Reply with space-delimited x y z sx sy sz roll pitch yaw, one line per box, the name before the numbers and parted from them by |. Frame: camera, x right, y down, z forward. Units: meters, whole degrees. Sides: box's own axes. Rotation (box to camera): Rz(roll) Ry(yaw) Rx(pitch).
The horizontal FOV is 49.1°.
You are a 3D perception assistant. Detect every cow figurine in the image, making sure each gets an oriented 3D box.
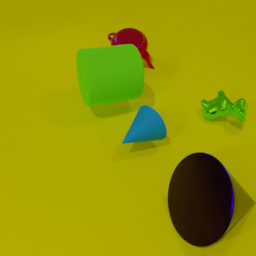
cow figurine | 2.376 -0.451 6.921 1.060 0.582 1.043 -26 40 19

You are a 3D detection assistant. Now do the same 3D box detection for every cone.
cone | 0.210 0.104 6.097 0.899 0.896 0.896 -33 51 -26
cone | 1.775 1.288 5.000 1.524 1.518 1.518 12 35 -28

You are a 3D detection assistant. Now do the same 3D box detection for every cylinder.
cylinder | -0.474 -1.329 7.020 1.381 1.381 1.381 -11 42 -18

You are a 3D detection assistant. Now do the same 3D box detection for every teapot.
teapot | 0.099 -2.588 9.178 1.937 0.949 1.205 35 71 13
